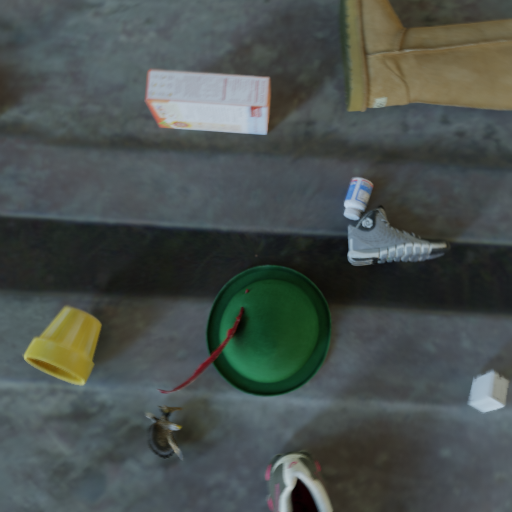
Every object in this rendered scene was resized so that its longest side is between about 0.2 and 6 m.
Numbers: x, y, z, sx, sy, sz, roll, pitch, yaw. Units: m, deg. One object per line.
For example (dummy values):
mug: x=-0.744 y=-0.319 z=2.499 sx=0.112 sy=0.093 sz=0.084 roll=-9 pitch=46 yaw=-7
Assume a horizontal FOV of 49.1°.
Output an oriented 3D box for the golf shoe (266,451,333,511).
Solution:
golf shoe: x=0.906 y=4.910 z=9.165 sx=1.256 sy=1.433 sz=3.253 roll=-18 pitch=79 yaw=-5

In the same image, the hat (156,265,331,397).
hat: x=0.156 y=1.283 z=9.437 sx=2.365 sy=2.513 sz=2.855 roll=18 pitch=77 yaw=5

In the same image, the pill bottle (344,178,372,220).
pill bottle: x=1.996 y=-1.120 z=11.092 sx=0.431 sy=0.431 sz=0.768 roll=20 pitch=78 yaw=5

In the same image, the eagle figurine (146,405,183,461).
eagle figurine: x=-1.586 y=3.123 z=9.887 sx=0.701 sy=0.697 sz=0.924 roll=9 pitch=69 yaw=-21

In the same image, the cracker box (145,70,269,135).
cracker box: x=-0.878 y=-2.969 z=10.942 sx=2.263 sy=1.516 sz=0.653 roll=5 pitch=84 yaw=1

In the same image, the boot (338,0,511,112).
boot: x=3.734 y=-4.565 z=11.537 sx=3.920 sy=1.296 sz=3.433 roll=-3 pitch=90 yaw=0

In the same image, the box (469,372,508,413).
box: x=4.176 y=2.454 z=10.070 sx=0.352 sy=0.538 sz=0.535 roll=31 pitch=56 yaw=-7

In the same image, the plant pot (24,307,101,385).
plant pot: x=-3.388 y=1.587 z=10.143 sx=1.172 sy=1.172 sz=1.102 roll=20 pitch=62 yaw=5

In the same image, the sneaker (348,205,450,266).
sneaker: x=2.700 y=-0.471 z=10.799 sx=1.950 sy=0.732 sz=1.126 roll=-5 pitch=75 yaw=0
